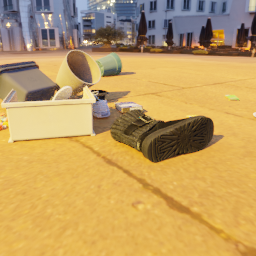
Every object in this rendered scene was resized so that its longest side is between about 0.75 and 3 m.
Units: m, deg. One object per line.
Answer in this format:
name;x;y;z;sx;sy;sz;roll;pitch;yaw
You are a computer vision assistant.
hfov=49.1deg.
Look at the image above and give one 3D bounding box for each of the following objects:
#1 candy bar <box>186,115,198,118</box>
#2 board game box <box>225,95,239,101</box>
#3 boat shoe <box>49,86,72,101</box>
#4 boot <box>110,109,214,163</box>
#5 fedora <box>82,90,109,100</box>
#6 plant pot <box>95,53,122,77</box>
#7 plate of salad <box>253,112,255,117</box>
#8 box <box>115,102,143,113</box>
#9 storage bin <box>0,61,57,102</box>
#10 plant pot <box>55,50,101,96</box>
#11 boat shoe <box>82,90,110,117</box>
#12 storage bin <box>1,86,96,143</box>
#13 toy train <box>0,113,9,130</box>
candy bar;2.528;-0.126;10.802;0.597;0.265;2.395;4;18;12
board game box;5.789;-1.672;15.586;0.534;0.168;1.118;1;16;5
boat shoe;-3.134;-1.375;12.607;0.579;1.688;0.478;23;37;-42
boot;1.086;0.025;9.010;2.888;1.087;2.160;-11;21;-29
fedora;-1.693;-1.611;14.643;1.371;0.626;1.371;2;18;-1
plant pot;-1.834;-5.335;24.083;1.912;1.952;1.952;-24;29;-36
plate of salad;6.167;-0.572;11.976;1.490;0.358;1.490;0;18;0
box;-0.015;-1.011;13.334;0.987;0.264;1.630;-5;16;-16
storage bin;-5.078;-1.877;13.905;1.910;2.069;2.843;36;29;13
plant pot;-2.887;-2.621;14.735;2.182;2.043;2.043;-33;-6;40
boat shoe;-1.635;-1.233;12.663;0.926;1.069;2.507;-15;21;-25
storage bin;-2.894;-0.688;10.684;2.980;1.396;2.958;-5;20;-13
toy train;-5.086;-0.257;10.938;1.122;0.416;1.494;-11;22;-31
